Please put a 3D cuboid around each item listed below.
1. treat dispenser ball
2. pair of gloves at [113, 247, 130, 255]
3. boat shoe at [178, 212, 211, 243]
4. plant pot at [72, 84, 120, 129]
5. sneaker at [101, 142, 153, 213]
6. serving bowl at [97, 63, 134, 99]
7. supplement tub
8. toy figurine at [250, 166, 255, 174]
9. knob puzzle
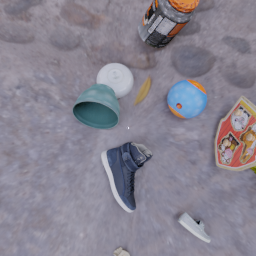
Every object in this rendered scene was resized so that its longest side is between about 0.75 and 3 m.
[{"bbox_3d":[1.570,-0.766,7.464,1.032,1.032,1.032,0,79,0],"label":"treat dispenser ball"},{"bbox_3d":[-0.241,3.489,7.090,0.799,0.140,0.679,-41,85,-5],"label":"pair of gloves"},{"bbox_3d":[1.734,2.485,7.034,1.050,0.366,0.374,38,85,-12],"label":"boat shoe"},{"bbox_3d":[-0.766,-0.645,7.445,1.236,1.236,0.828,11,58,2],"label":"plant pot"},{"bbox_3d":[0.148,1.191,7.066,1.241,0.653,1.718,-24,85,20],"label":"sneaker"},{"bbox_3d":[-0.362,-1.388,7.893,1.069,0.352,1.069,1,74,-3],"label":"serving bowl"},{"bbox_3d":[1.035,-2.950,7.331,1.045,1.705,1.045,6,73,-21],"label":"supplement tub"},{"bbox_3d":[3.637,1.135,7.083,0.585,0.515,0.977,-42,70,6],"label":"toy figurine"},{"bbox_3d":[2.628,0.270,6.825,0.267,1.923,1.923,15,78,-23],"label":"knob puzzle"}]
